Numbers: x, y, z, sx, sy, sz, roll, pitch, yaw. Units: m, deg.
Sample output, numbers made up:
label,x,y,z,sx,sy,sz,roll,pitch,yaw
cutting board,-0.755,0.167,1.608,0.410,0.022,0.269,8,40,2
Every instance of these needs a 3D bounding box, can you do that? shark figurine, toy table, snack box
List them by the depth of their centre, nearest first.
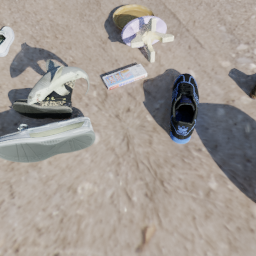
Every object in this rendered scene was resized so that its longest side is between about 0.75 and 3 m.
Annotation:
label,x,y,z,sx,sy,sz,roll,pitch,yaw
shark figurine,-1.831,-1.559,7.921,0.962,1.378,2.306,46,40,14
snack box,-0.106,-1.824,9.950,1.513,0.184,0.544,-23,61,-13
toy table,0.748,-3.344,10.185,1.762,1.619,1.032,-23,45,-6

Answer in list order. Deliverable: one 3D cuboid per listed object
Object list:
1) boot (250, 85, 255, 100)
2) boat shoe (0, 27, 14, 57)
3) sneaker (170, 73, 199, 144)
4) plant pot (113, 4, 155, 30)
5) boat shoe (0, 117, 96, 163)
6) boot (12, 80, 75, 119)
label,x,y,z,sx,sy,sz,roll,pitch,yaw
boot,4.675,-1.577,9.519,0.504,0.654,1.350,33,64,19
boat shoe,-4.755,-3.460,10.767,0.574,0.521,1.559,-6,58,-4
sneaker,1.838,-0.857,8.840,0.941,1.045,2.683,6,59,5
plant pot,0.242,-4.482,11.577,1.734,0.238,1.734,0,59,0
boat shoe,-2.410,0.282,8.199,2.832,1.044,0.908,-12,53,-12
boot,-2.682,-1.020,9.187,1.853,0.669,1.399,5,56,-4
